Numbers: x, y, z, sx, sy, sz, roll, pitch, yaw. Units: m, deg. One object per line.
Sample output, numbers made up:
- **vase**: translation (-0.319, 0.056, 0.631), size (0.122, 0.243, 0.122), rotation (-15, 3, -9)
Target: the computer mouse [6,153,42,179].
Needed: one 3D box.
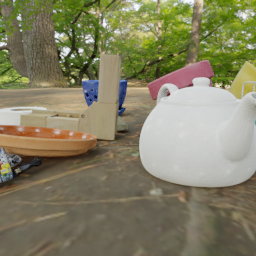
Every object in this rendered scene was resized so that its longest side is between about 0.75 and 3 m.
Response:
- **computer mouse**: translation (-2.544, 0.764, 5.978), size (1.327, 0.291, 0.728), rotation (9, 27, 29)

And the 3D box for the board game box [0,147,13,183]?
- **board game box**: translation (-2.709, 0.849, 5.101), size (1.075, 0.332, 1.075), rotation (-19, 28, -23)

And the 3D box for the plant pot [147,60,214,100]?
- **plant pot**: translation (2.022, -0.962, 9.577), size (2.220, 1.987, 2.220), rotation (-21, 2, 1)

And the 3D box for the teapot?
- **teapot**: translation (1.459, -0.076, 5.959), size (2.679, 1.957, 2.644), rotation (4, 11, 26)

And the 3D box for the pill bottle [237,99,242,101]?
- **pill bottle**: translation (4.248, -0.635, 11.338), size (1.111, 1.111, 2.034), rotation (-4, 12, -23)

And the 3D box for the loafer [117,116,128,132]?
- **loafer**: translation (-0.426, -0.184, 10.569), size (0.556, 0.501, 1.469), rotation (-5, 11, -24)

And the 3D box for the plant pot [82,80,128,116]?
- **plant pot**: translation (-1.110, -1.557, 14.431), size (2.015, 1.812, 2.015), rotation (1, 10, 10)

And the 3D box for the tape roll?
- **tape roll**: translation (-4.291, -0.446, 11.523), size (1.918, 0.671, 1.918), rotation (0, 11, 0)

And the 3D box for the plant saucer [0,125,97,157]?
- **plant saucer**: translation (-2.256, 0.300, 7.077), size (2.913, 0.470, 2.913), rotation (6, 4, 0)

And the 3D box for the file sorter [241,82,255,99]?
- **file sorter**: translation (7.348, -1.419, 13.929), size (2.796, 1.741, 1.940), rotation (-3, 11, -17)

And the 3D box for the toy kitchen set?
- **toy kitchen set**: translation (-1.771, -1.128, 9.654), size (2.956, 2.667, 2.412), rotation (4, 9, 1)

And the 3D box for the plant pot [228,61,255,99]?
- **plant pot**: translation (6.881, -2.044, 15.794), size (2.007, 2.828, 2.828), rotation (30, 21, 17)
